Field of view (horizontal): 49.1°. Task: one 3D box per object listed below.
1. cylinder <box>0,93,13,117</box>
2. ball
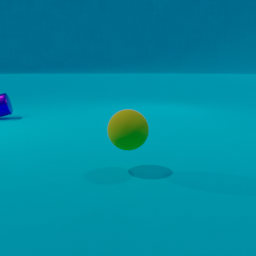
[{"bbox_3d":[-4.720,-0.789,10.156,0.807,0.807,0.807,-16,15,-10],"label":"cylinder"},{"bbox_3d":[0.003,0.036,4.933,0.727,0.727,0.727,0,12,0],"label":"ball"}]
